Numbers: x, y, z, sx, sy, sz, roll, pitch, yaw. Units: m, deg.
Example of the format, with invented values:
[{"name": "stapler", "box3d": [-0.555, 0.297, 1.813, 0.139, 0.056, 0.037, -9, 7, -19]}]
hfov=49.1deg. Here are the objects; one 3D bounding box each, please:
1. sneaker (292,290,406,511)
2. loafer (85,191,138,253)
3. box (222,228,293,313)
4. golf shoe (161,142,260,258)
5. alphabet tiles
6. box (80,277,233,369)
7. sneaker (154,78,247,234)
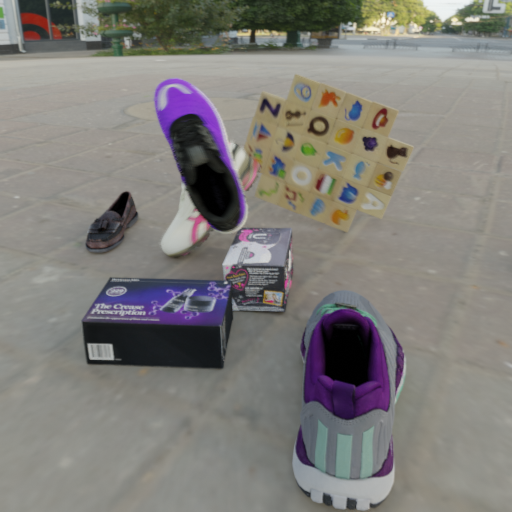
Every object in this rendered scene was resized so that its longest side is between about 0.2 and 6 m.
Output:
[{"name": "sneaker", "box3d": [1.191, 1.036, 6.608, 1.366, 1.607, 3.672, 3, 26, 6]}, {"name": "loafer", "box3d": [-2.995, -0.738, 11.542, 0.745, 0.653, 2.073, 3, 25, 7]}, {"name": "box", "box3d": [0.064, 0.179, 9.274, 1.005, 0.872, 1.521, 1, 24, 9]}, {"name": "golf shoe", "box3d": [-1.084, -1.085, 10.476, 1.126, 2.445, 0.888, 36, 6, -33]}, {"name": "alphabet tiles", "box3d": [1.346, -2.021, 11.334, 3.197, 2.660, 0.101, 22, 25, 6]}, {"name": "box", "box3d": [-1.324, 0.911, 7.950, 1.876, 0.740, 1.324, 1, 22, 3]}, {"name": "sneaker", "box3d": [-0.854, -1.607, 8.699, 0.927, 2.667, 1.327, -25, 2, 6]}]
